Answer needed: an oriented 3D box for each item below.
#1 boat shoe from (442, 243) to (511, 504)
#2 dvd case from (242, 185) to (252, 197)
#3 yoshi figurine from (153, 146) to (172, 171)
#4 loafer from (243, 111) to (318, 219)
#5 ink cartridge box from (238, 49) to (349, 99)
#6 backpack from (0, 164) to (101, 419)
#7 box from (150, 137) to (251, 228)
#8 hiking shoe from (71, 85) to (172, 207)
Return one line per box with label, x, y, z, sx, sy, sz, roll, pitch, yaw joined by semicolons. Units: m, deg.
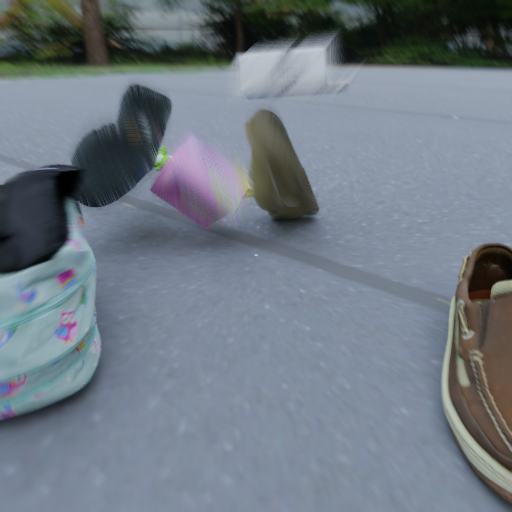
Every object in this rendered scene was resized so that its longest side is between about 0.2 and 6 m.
boat shoe;2.316;0.780;5.149;1.199;1.201;3.246;3;23;8
dvd case;-0.700;-1.365;11.692;1.329;0.106;0.988;-9;24;-20
yoshi figurine;-2.275;-2.312;13.504;0.973;0.547;0.545;23;48;38
loafer;0.317;-1.249;9.052;0.943;2.797;1.064;-24;62;8
ink cartridge box;0.547;-2.593;8.009;1.497;0.499;0.867;-3;9;7
backpack;-2.579;0.243;5.640;2.388;1.811;2.862;-22;27;-17
box;-0.886;-1.091;8.680;1.254;1.103;0.606;-21;38;61
hiking shoe;-2.079;-1.534;8.992;1.076;1.254;2.892;22;43;-2
